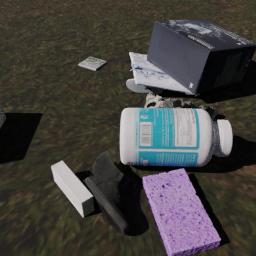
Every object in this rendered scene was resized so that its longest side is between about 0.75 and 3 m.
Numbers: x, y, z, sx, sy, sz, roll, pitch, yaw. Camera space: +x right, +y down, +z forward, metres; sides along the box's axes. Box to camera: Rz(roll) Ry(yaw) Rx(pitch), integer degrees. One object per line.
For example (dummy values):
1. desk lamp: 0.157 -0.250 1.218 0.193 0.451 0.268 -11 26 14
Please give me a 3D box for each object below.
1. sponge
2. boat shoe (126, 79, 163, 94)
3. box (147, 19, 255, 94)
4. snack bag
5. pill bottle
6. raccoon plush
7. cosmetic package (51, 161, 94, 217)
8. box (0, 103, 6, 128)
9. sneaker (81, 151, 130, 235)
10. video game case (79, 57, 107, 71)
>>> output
1. sponge: 1.157 1.886 6.518 1.143 0.306 2.050 -9 41 -11
2. boat shoe: 0.634 -1.631 10.490 1.385 0.511 0.473 5 35 2
3. box: 2.716 -2.832 10.577 2.821 1.656 2.774 -17 46 -33
4. snack bag: 1.313 -2.152 10.775 2.496 0.283 2.647 9 36 -9
5. pill bottle: 1.219 0.251 7.459 2.795 1.549 1.549 2 41 3
6. raccoon plush: 1.576 -0.482 9.139 2.264 1.095 1.517 8 15 -38
7. cosmetic package: -1.349 1.449 6.822 0.356 0.581 1.408 -29 49 -28
8. box: -4.720 -0.012 8.148 1.359 1.065 2.185 1 41 1
9. sneaker: -0.346 1.468 6.753 1.095 0.631 2.100 -30 45 -24
10. video game case: -1.527 -2.795 12.157 0.916 0.101 0.835 21 45 24
